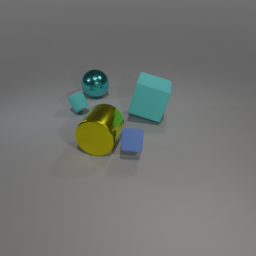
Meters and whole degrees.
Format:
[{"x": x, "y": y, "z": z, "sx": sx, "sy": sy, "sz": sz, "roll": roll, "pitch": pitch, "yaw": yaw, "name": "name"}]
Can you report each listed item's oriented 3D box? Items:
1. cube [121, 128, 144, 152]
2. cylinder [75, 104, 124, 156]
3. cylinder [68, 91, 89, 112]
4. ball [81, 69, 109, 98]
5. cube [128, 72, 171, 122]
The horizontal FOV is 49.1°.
[{"x": 0.148, "y": 0.391, "z": 9.378, "sx": 0.700, "sy": 0.700, "sz": 0.700, "roll": 5, "pitch": 5, "yaw": 2, "name": "cube"}, {"x": -0.972, "y": 0.036, "z": 9.965, "sx": 1.400, "sy": 1.400, "sz": 1.400, "roll": 7, "pitch": 30, "yaw": 12, "name": "cylinder"}, {"x": -2.207, "y": -1.181, "z": 12.429, "sx": 0.700, "sy": 0.700, "sz": 0.700, "roll": -25, "pitch": 13, "yaw": 6, "name": "cylinder"}, {"x": -1.638, "y": -2.224, "z": 14.024, "sx": 1.400, "sy": 1.400, "sz": 1.400, "roll": 0, "pitch": 29, "yaw": 0, "name": "ball"}, {"x": 0.932, "y": -1.315, "z": 11.756, "sx": 1.400, "sy": 1.400, "sz": 1.400, "roll": 17, "pitch": 30, "yaw": 0, "name": "cube"}]
